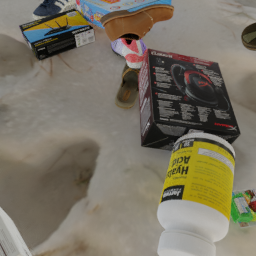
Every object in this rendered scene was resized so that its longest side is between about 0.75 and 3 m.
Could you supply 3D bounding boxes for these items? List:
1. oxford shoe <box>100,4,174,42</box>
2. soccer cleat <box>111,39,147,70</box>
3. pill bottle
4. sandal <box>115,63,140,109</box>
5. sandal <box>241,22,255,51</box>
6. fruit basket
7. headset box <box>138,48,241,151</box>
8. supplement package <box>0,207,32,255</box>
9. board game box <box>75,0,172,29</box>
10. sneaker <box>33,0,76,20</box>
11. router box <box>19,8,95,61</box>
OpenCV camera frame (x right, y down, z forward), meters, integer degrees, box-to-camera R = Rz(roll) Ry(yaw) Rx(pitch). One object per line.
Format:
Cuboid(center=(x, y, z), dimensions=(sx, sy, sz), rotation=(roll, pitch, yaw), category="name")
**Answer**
Cuboid(center=(0.374, -2.888, 7.834), dimensions=(2.284, 0.815, 0.814), rotation=(-22, 92, -20), category="oxford shoe")
Cuboid(center=(0.015, -2.745, 9.094), dimensions=(0.864, 0.927, 2.533), rotation=(-17, 36, -10), category="soccer cleat")
Cuboid(center=(1.398, 1.453, 5.789), dimensions=(1.400, 1.400, 2.515), rotation=(13, 54, 10), category="pill bottle")
Cuboid(center=(0.088, -1.448, 8.594), dimensions=(0.812, 0.546, 2.022), rotation=(11, 53, 9), category="sandal")
Cuboid(center=(2.664, -1.367, 4.451), dimensions=(1.657, 0.452, 0.677), rotation=(0, 65, 13), category="sandal")
Cuboid(center=(2.704, 1.732, 6.186), dimensions=(0.929, 0.435, 0.860), rotation=(-6, 52, -8), category="fruit basket")
Cuboid(center=(1.452, -0.834, 7.505), dimensions=(2.174, 1.097, 2.925), rotation=(8, 51, -11), category="headset box")
Cuboid(center=(-2.817, 2.467, 5.018), dimensions=(1.760, 1.335, 1.326), rotation=(-32, 59, -23), category="supplement package")
Cuboid(center=(-0.194, -4.524, 10.457), dimensions=(2.546, 0.727, 2.600), rotation=(-29, 46, -27), category="board game box")
Cuboid(center=(-2.927, -5.349, 11.294), dimensions=(0.991, 1.117, 2.643), rotation=(23, 56, 17), category="sneaker")
Cuboid(center=(-2.552, -3.430, 10.131), dimensions=(2.217, 0.566, 1.653), rotation=(-27, 57, -19), category="router box")
